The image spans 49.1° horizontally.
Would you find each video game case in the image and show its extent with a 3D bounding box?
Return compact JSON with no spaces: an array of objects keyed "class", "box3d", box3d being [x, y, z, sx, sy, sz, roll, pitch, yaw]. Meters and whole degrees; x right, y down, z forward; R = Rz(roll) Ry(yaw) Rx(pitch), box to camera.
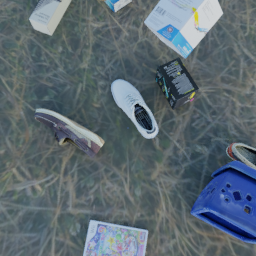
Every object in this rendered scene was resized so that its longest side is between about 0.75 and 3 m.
[{"class":"video game case","box3d":[-0.456,4.295,10.077,2.153,0.194,1.542,9,76,3]}]

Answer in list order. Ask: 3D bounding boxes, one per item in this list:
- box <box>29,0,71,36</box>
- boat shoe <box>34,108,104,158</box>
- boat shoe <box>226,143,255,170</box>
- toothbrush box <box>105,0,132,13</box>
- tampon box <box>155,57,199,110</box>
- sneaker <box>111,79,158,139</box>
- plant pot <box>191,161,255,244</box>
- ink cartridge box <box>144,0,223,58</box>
[{"class":"box","box3d":[-3.328,-5.298,12.274,0.929,0.773,2.261,21,76,5]},{"class":"boat shoe","box3d":[-2.370,0.201,10.722,2.927,1.053,0.948,27,72,1]},{"class":"boat shoe","box3d":[4.946,1.237,10.589,2.408,0.754,0.857,27,75,5]},{"class":"toothbrush box","box3d":[-0.635,-6.081,12.566,1.024,0.597,1.399,-38,78,-9]},{"class":"tampon box","box3d":[1.915,-1.744,11.138,0.987,1.172,1.564,-26,77,-7]},{"class":"sneaker","box3d":[0.306,-0.883,11.006,1.026,0.994,2.808,-36,78,-9]},{"class":"plant pot","box3d":[3.747,2.466,9.538,2.279,2.279,2.049,28,72,8]},{"class":"ink cartridge box","box3d":[1.846,-3.647,9.239,1.917,1.387,1.411,-50,59,13]}]
